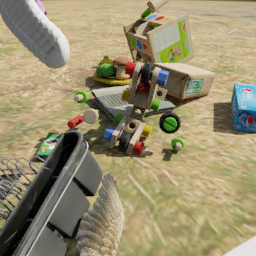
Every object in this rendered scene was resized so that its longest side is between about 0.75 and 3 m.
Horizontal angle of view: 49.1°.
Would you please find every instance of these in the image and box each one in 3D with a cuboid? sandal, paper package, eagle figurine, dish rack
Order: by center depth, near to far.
[{"bbox_3d":[-0.192,1.668,3.229,1.687,1.696,2.235,12,33,40],"label":"eagle figurine"},{"bbox_3d":[-1.698,1.188,3.531,2.788,0.761,2.139,-9,41,38],"label":"dish rack"},{"bbox_3d":[-1.987,-2.267,5.876,0.635,1.052,2.584,-24,76,-51],"label":"sandal"},{"bbox_3d":[1.831,-1.645,9.515,1.660,0.859,1.583,-11,29,-43],"label":"paper package"}]

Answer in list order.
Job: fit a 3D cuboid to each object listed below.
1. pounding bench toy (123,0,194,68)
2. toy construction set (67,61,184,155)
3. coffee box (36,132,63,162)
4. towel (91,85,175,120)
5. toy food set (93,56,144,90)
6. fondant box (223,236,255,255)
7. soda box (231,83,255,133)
[{"bbox_3d":[1.058,-4.093,11.553,1.859,2.992,2.334,-32,39,-14],"label":"pounding bench toy"},{"bbox_3d":[-0.025,-0.545,7.240,2.634,2.197,2.024,-6,11,8],"label":"toy construction set"},{"bbox_3d":[-1.745,0.446,6.728,0.613,0.219,0.997,1,30,1],"label":"coffee box"},{"bbox_3d":[0.091,-0.849,9.008,2.178,0.376,2.097,-11,34,-23],"label":"towel"},{"bbox_3d":[-0.195,-2.248,10.439,1.709,0.949,2.905,-18,26,-32],"label":"toy food set"},{"bbox_3d":[2.623,1.932,3.185,2.764,0.805,1.994,-16,43,-24],"label":"fondant box"},{"bbox_3d":[3.440,-0.654,8.202,0.646,0.683,2.014,8,30,14],"label":"soda box"}]
